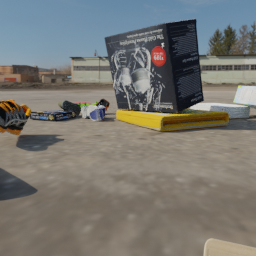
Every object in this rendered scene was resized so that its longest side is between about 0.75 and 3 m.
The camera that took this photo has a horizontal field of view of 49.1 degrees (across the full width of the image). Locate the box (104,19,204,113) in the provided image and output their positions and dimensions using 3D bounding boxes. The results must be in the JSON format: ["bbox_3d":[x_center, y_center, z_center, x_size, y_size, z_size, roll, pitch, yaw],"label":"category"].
[{"bbox_3d":[0.810,-1.930,9.067,1.444,2.525,2.773,-24,21,-37],"label":"box"}]

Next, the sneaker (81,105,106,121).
[{"bbox_3d":[-1.111,-0.615,10.375,0.814,0.570,1.410,-8,10,-30],"label":"sneaker"}]

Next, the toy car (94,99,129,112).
[{"bbox_3d":[-0.682,-0.688,11.940,1.596,0.783,0.531,19,-31,12],"label":"toy car"}]

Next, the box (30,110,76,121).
[{"bbox_3d":[-2.786,-0.485,10.460,1.223,0.304,1.214,5,11,27],"label":"box"}]

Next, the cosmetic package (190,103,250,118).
[{"bbox_3d":[3.637,-0.718,11.200,1.397,0.479,1.853,-1,9,-29],"label":"cosmetic package"}]

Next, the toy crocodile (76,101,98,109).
[{"bbox_3d":[-2.176,-1.068,13.489,1.503,0.464,0.507,1,9,9],"label":"toy crocodile"}]

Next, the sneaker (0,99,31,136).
[{"bbox_3d":[-2.779,-0.333,6.337,0.751,0.741,1.919,38,-4,0],"label":"sneaker"}]

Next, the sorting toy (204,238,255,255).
[{"bbox_3d":[0.654,0.994,1.837,0.886,0.130,0.655,6,16,17],"label":"sorting toy"}]

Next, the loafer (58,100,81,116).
[{"bbox_3d":[-2.317,-0.833,11.132,0.420,0.454,1.207,11,-12,30],"label":"loafer"}]

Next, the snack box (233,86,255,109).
[{"bbox_3d":[5.498,-0.973,10.513,1.983,0.796,2.352,15,5,-13],"label":"snack box"}]

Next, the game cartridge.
[{"bbox_3d":[1.347,-0.394,9.349,2.570,0.473,2.916,-5,11,-27],"label":"game cartridge"}]
